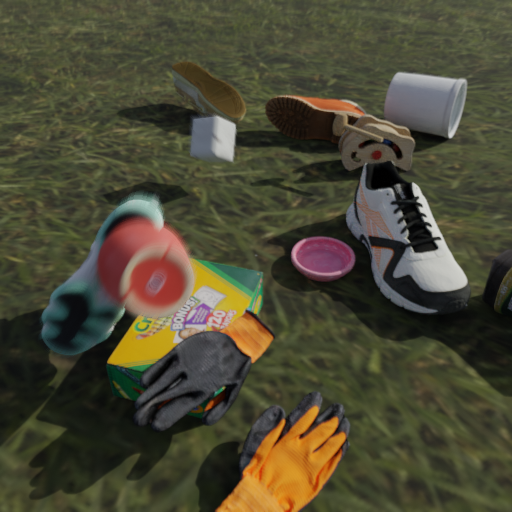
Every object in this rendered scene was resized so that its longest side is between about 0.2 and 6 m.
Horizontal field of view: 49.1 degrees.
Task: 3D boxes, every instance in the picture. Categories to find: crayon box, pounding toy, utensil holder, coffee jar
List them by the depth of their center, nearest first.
[{"bbox_3d":[-0.934,1.103,8.311,1.474,0.723,2.481,10,39,13],"label":"crayon box"},{"bbox_3d":[4.450,0.740,8.569,0.829,1.013,1.943,-27,44,-26],"label":"coffee jar"},{"bbox_3d":[2.564,-2.342,12.573,2.097,1.199,1.203,15,36,-11],"label":"pounding toy"},{"bbox_3d":[4.262,-3.838,14.191,1.680,1.428,1.428,17,41,24],"label":"utensil holder"}]

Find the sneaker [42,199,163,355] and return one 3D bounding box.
[{"bbox_3d":[-2.138,0.236,8.441,0.987,2.538,1.775,37,8,-9],"label":"sneaker"}]

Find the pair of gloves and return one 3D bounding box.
[{"bbox_3d":[-0.118,1.952,6.889,2.487,0.307,2.216,45,54,15],"label":"pair of gloves"}]

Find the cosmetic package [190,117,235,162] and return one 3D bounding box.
[{"bbox_3d":[-0.913,-2.439,11.815,0.660,0.800,0.659,3,-2,34],"label":"cosmetic package"}]

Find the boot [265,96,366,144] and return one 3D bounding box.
[{"bbox_3d":[1.578,-3.584,14.321,2.625,0.985,1.407,16,36,8],"label":"boot"}]

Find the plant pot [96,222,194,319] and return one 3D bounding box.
[{"bbox_3d":[-1.323,0.229,6.947,1.213,1.213,1.074,-15,15,-18],"label":"plant pot"}]

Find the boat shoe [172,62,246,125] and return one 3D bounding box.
[{"bbox_3d":[-1.282,-4.238,15.105,1.001,0.898,2.704,-27,59,-30],"label":"boat shoe"}]

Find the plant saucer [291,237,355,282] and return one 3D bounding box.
[{"bbox_3d":[1.185,0.087,10.004,1.128,0.286,1.128,0,39,0],"label":"plant saucer"}]

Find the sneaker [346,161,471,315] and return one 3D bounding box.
[{"bbox_3d":[2.534,-0.405,9.760,1.299,1.410,3.525,-10,40,-14],"label":"sneaker"}]
